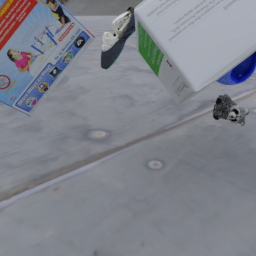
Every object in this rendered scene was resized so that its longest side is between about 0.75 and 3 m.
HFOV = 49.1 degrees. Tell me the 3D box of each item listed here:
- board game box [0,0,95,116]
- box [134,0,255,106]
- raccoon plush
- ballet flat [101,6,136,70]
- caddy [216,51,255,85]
[{"bbox_3d":[-1.922,-1.458,4.821,0.565,2.023,1.981,46,7,38],"label":"board game box"},{"bbox_3d":[1.760,-2.230,6.805,2.574,2.205,2.561,-37,-3,1],"label":"box"},{"bbox_3d":[2.422,-0.505,6.359,0.746,0.539,1.113,20,48,26],"label":"raccoon plush"},{"bbox_3d":[-0.346,-2.945,8.920,0.823,0.823,2.252,29,81,44],"label":"ballet flat"},{"bbox_3d":[3.300,-2.383,8.634,1.476,2.088,1.096,18,21,14],"label":"caddy"}]
